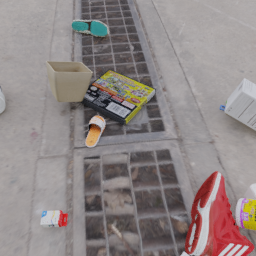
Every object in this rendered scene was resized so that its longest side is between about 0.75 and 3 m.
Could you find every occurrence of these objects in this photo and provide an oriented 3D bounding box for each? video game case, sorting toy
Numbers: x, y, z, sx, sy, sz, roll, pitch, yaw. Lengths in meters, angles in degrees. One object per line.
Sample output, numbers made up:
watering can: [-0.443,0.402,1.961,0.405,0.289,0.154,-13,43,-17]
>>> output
video game case: [-0.501,-1.453,12.287,2.639,0.337,2.385,27,54,23]
sorting toy: [4.615,-0.729,11.727,1.496,0.204,0.842,30,54,23]

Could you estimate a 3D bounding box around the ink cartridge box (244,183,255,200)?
ink cartridge box: [4.585,2.531,8.496,1.289,0.728,1.759,-9,49,-8]

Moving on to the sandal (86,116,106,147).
sandal: [-1.265,0.031,10.890,0.611,0.457,1.594,6,49,5]

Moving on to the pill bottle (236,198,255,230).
pill bottle: [3.851,2.427,7.636,1.592,0.830,0.830,-1,42,36]

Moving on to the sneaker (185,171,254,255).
sneaker: [2.813,2.766,8.334,1.678,1.138,2.905,30,52,2]

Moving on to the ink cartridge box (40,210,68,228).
ink cartridge box: [-2.257,2.785,8.594,0.755,0.254,0.438,-2,49,-3]

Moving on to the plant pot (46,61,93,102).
plant pot: [-2.442,-1.853,11.370,1.505,1.334,1.507,-5,30,-28]

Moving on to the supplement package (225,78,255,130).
supplement package: [4.896,-0.781,10.688,1.919,1.149,1.164,31,42,3]

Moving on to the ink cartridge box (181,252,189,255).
ink cartridge box: [1.457,3.887,7.356,0.644,0.647,0.882,32,56,25]

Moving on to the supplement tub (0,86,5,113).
supplement tub: [-5.814,-1.383,11.672,1.140,1.140,1.624,-22,52,-18]

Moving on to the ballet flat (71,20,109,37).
ballet flat: [-2.043,-5.697,15.791,2.366,0.849,0.849,18,51,15]
